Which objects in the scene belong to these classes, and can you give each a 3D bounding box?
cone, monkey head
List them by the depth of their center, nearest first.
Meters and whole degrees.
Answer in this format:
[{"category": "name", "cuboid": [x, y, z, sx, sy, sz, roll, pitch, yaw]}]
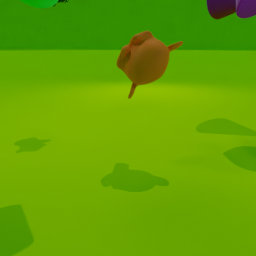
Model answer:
[{"category": "monkey head", "cuboid": [0.327, -1.263, 5.380, 0.869, 1.442, 1.037, 44, 4, 2]}, {"category": "cone", "cuboid": [2.834, -3.502, 6.589, 1.227, 1.232, 1.227, -20, -19, -7]}, {"category": "cone", "cuboid": [3.508, -3.968, 8.256, 1.651, 1.651, 1.657, -14, 32, -38]}]

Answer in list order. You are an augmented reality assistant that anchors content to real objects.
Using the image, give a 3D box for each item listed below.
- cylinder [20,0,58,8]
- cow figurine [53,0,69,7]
[{"category": "cylinder", "cuboid": [-1.263, -2.415, 4.101, 0.908, 0.908, 0.908, -14, -5, -39]}, {"category": "cow figurine", "cuboid": [-1.821, -3.637, 7.201, 1.090, 0.599, 1.073, 36, 60, 25]}]
